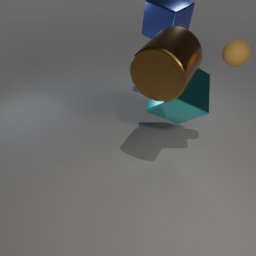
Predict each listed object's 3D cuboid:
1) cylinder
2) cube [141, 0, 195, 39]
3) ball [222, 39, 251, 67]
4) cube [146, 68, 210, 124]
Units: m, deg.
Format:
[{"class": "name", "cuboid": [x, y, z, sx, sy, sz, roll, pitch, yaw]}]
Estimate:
[{"class": "cylinder", "cuboid": [0.963, -1.582, 6.899, 1.400, 1.400, 1.400, 15, 43, 23]}, {"class": "cube", "cuboid": [1.556, -4.311, 11.077, 1.400, 1.400, 1.400, 33, 50, 24]}, {"class": "ball", "cuboid": [2.856, -1.981, 7.394, 0.700, 0.700, 0.700, 0, 32, 0]}, {"class": "cube", "cuboid": [1.574, -1.106, 8.818, 1.400, 1.400, 1.400, 19, -23, -30]}]
